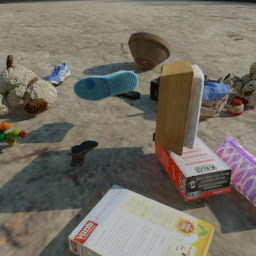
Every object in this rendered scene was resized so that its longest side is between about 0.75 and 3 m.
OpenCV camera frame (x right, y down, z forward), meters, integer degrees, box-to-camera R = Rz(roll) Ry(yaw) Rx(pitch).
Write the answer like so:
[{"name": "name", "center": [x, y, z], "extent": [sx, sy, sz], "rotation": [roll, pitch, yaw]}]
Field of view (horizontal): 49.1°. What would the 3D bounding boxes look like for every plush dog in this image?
[{"name": "plush dog", "center": [5.421, -1.676, 12.332], "extent": [2.034, 1.632, 1.747], "rotation": [-21, 41, 21]}, {"name": "plush dog", "center": [-4.070, -1.626, 11.668], "extent": [2.358, 2.202, 2.745], "rotation": [26, 32, -3]}]

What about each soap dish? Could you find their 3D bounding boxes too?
[{"name": "soap dish", "center": [1.347, -0.727, 7.775], "extent": [1.086, 2.103, 2.673], "rotation": [6, 20, 7]}]

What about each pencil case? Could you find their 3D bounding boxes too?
[{"name": "pencil case", "center": [3.314, 1.296, 7.410], "extent": [1.036, 1.055, 2.468], "rotation": [-16, 33, -18]}]

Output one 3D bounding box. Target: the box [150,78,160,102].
[{"name": "box", "center": [1.821, -1.627, 12.413], "extent": [1.055, 0.883, 1.420], "rotation": [-24, 38, -34]}]

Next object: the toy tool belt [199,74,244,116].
[{"name": "toy tool belt", "center": [3.394, -1.361, 11.232], "extent": [2.657, 1.633, 1.659], "rotation": [3, 31, 4]}]

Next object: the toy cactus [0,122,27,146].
[{"name": "toy cactus", "center": [-4.722, 0.416, 9.083], "extent": [2.494, 1.275, 2.058], "rotation": [-23, 19, -28]}]

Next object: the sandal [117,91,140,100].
[{"name": "sandal", "center": [-0.288, -1.824, 13.132], "extent": [1.964, 0.470, 0.738], "rotation": [17, 35, 26]}]

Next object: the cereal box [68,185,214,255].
[{"name": "cereal box", "center": [0.315, 2.385, 6.099], "extent": [2.632, 0.520, 1.894], "rotation": [17, 35, 26]}]

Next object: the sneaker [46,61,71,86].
[{"name": "sneaker", "center": [-3.647, -2.798, 14.415], "extent": [0.807, 0.821, 2.132], "rotation": [7, 33, 8]}]

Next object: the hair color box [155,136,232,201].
[{"name": "hair color box", "center": [1.710, 0.928, 7.970], "extent": [1.263, 0.762, 2.488], "rotation": [-8, 23, -9]}]

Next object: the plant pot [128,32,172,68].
[{"name": "plant pot", "center": [1.096, -4.221, 15.896], "extent": [2.539, 2.539, 1.172], "rotation": [14, 78, 22]}]

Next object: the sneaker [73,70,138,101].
[{"name": "sneaker", "center": [-0.761, -1.514, 9.916], "extent": [2.200, 0.875, 1.436], "rotation": [-7, 13, -1]}]

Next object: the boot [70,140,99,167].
[{"name": "boot", "center": [-1.347, 0.777, 8.559], "extent": [0.979, 0.645, 0.342], "rotation": [-15, 34, -38]}]
